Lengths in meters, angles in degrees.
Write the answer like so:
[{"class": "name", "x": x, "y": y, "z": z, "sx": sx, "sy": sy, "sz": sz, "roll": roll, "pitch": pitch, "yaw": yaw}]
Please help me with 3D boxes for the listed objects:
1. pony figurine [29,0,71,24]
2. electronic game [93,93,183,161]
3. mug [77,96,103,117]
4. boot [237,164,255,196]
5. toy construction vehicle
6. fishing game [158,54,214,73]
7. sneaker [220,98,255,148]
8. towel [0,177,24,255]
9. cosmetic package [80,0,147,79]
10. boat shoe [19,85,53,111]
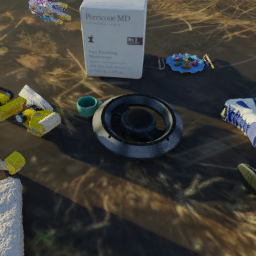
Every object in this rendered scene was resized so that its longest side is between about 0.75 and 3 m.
[{"class": "pony figurine", "x": -2.613, "y": -3.981, "z": 9.095, "sx": 1.317, "sy": 1.097, "sz": 1.272, "roll": 7, "pitch": 51, "yaw": -39}, {"class": "electronic game", "x": 0.299, "y": -0.137, "z": 8.471, "sx": 2.729, "sy": 0.568, "sz": 2.729, "roll": 2, "pitch": 47, "yaw": -2}, {"class": "mug", "x": -1.252, "y": -0.642, "z": 9.081, "sx": 0.765, "sy": 0.473, "sz": 0.629, "roll": 18, "pitch": 46, "yaw": 17}, {"class": "boot", "x": 3.618, "y": 1.340, "z": 7.035, "sx": 1.118, "sy": 0.535, "sz": 1.481, "roll": -18, "pitch": 45, "yaw": -25}, {"class": "toy construction vehicle", "x": -3.707, "y": -0.003, "z": 8.207, "sx": 2.981, "sy": 1.050, "sz": 2.596, "roll": 18, "pitch": 36, "yaw": 14}, {"class": "fishing game", "x": 2.312, "y": -2.693, "z": 11.320, "sx": 2.219, "sy": 0.345, "sz": 1.589, "roll": 1, "pitch": 41, "yaw": 1}, {"class": "sneaker", "x": 3.477, "y": -0.246, "z": 8.493, "sx": 1.252, "sy": 0.876, "sz": 2.167, "roll": 6, "pitch": 37, "yaw": 11}, {"class": "towel", "x": -3.185, "y": 2.365, "z": 5.958, "sx": 1.880, "sy": 0.489, "sz": 2.836, "roll": -13, "pitch": 46, "yaw": -12}, {"class": "cosmetic package", "x": -0.438, "y": -3.590, "z": 10.555, "sx": 2.176, "sy": 2.640, "sz": 2.179, "roll": 3, "pitch": 44, "yaw": 3}, {"class": "boat shoe", "x": -3.117, "y": -0.861, "z": 9.346, "sx": 1.581, "sy": 0.561, "sz": 0.552, "roll": 36, "pitch": 82, "yaw": 27}]
